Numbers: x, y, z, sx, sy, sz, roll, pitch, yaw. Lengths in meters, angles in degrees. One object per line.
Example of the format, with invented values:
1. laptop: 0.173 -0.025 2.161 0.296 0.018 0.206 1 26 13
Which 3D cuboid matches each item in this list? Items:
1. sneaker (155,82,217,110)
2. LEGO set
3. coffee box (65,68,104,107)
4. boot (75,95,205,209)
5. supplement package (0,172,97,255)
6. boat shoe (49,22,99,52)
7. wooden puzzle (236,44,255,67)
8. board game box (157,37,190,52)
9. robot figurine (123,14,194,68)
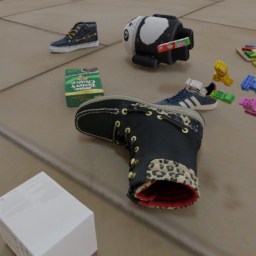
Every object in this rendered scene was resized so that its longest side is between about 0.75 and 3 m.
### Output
1. sneaker: 1.575 -0.870 7.584 1.859 0.785 0.697 -12 37 -15
2. LEGO set: 1.520 -0.696 4.339 1.348 0.553 0.514 29 84 37
3. coffee box: -1.344 -1.297 8.508 1.112 0.398 1.809 -5 36 -7
4. boot: 0.069 0.362 5.632 2.951 1.065 2.229 6 38 9
5. supplement package: -1.221 1.486 4.155 1.224 0.922 0.929 28 44 33
6. boat shoe: -2.242 -3.771 11.477 2.154 0.978 0.762 -19 40 -24
7. wooden puzzle: 5.041 -2.922 10.929 1.426 0.247 2.114 -5 35 -7
8. board game box: 1.318 -2.387 8.030 0.873 0.176 0.668 -11 16 17
9. robot figurine: 1.047 -3.168 10.104 2.539 1.584 1.908 16 31 22
